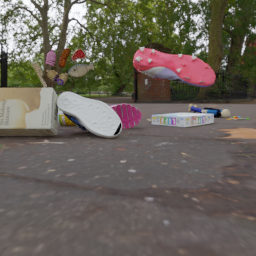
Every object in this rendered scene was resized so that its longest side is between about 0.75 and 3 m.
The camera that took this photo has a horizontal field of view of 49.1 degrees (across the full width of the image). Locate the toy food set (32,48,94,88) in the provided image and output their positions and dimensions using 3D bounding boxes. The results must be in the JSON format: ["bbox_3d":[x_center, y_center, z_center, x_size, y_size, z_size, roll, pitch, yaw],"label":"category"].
[{"bbox_3d":[-2.153,-2.156,9.530,1.906,1.212,0.300,-29,20,-18],"label":"toy food set"}]

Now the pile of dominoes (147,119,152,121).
[{"bbox_3d":[1.495,-0.482,14.740,0.863,0.176,1.107,-1,7,-4],"label":"pile of dominoes"}]

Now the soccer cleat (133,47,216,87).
[{"bbox_3d":[1.453,-1.871,9.048,2.705,0.902,1.034,18,-14,13],"label":"soccer cleat"}]

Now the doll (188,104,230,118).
[{"bbox_3d":[4.996,-0.994,17.195,1.787,0.635,2.618,6,7,-45],"label":"doll"}]

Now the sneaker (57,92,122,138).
[{"bbox_3d":[-1.095,-0.276,9.354,2.435,0.981,1.783,27,-9,17],"label":"sneaker"}]

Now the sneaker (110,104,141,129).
[{"bbox_3d":[-0.706,-0.508,11.256,2.471,1.005,1.090,0,8,-7],"label":"sneaker"}]

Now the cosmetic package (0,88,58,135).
[{"bbox_3d":[-3.574,-0.496,8.730,2.623,1.380,0.932,-2,-14,-2],"label":"cosmetic package"}]

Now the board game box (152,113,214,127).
[{"bbox_3d":[2.546,-0.407,12.844,1.731,0.441,2.575,5,8,43],"label":"board game box"}]

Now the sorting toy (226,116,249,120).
[{"bbox_3d":[6.003,-0.543,15.300,1.244,0.169,0.701,-2,7,-12],"label":"sorting toy"}]

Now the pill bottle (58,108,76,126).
[{"bbox_3d":[-2.130,-0.573,12.056,1.699,0.943,0.943,1,6,3],"label":"pill bottle"}]
